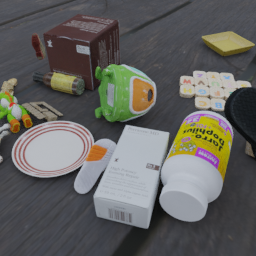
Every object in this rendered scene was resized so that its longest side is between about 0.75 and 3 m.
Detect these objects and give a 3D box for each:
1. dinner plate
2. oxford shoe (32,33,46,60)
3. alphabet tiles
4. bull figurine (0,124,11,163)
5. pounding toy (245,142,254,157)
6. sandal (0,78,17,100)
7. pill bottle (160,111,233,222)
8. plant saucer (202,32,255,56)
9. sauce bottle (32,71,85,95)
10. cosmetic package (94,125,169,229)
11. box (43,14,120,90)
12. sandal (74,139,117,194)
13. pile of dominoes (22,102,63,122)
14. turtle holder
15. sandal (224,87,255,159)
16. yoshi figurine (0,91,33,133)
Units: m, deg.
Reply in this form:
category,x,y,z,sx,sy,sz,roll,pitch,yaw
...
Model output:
category,x,y,z,sx,sy,sz,roll,pitch,yaw
dinner plate,-2.299,0.640,8.761,2.488,0.302,2.488,0,41,0
oxford shoe,-2.765,-2.539,8.704,0.282,0.800,0.299,1,25,19
alphabet tiles,3.588,-1.612,11.466,2.909,0.212,2.845,6,41,7
bull figurine,-4.541,0.303,8.833,2.231,0.726,1.354,23,44,24
pounding toy,4.597,0.643,8.255,1.639,1.266,1.781,-28,37,-30
sandal,-4.908,-1.715,11.366,0.549,0.492,1.497,-1,40,-1
pill bottle,1.819,0.929,7.455,1.546,1.546,2.965,15,43,17
plant saucer,5.079,-4.285,14.407,1.942,0.471,1.942,-15,43,-18
sauce bottle,-2.867,-1.895,11.411,2.220,0.718,0.718,16,43,16
cosmetic package,0.206,1.176,7.594,1.388,1.011,2.730,10,43,11
box,-1.820,-3.321,11.981,2.143,2.121,2.583,17,43,19
sandal,-0.988,1.086,8.078,0.681,0.510,1.778,33,67,1
pile of dominoes,-3.133,-0.579,10.149,1.361,0.217,1.061,30,25,33
turtle holder,-0.171,-1.114,9.841,1.851,2.607,1.980,-2,75,-19
sandal,2.878,0.292,5.627,1.023,2.721,0.651,-40,11,-5
yoshi figurine,-4.082,-0.548,9.958,0.948,0.951,1.692,-44,63,9
